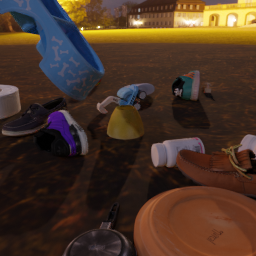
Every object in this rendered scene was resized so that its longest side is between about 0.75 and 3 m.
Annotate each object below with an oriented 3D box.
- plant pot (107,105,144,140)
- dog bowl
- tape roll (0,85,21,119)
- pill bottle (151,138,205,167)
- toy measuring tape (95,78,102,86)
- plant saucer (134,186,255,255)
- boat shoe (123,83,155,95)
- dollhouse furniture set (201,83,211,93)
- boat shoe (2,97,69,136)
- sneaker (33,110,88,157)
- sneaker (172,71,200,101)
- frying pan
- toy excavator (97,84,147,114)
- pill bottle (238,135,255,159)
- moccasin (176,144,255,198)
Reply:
[{"bbox_3d":[-0.072,-0.235,8.306,1.119,0.794,1.119,0,20,0],"label":"plant pot"},{"bbox_3d":[-1.321,-1.674,4.870,0.625,2.523,1.406,-34,7,15],"label":"dog bowl"},{"bbox_3d":[-5.161,-0.945,10.153,2.347,0.821,2.347,1,21,0],"label":"tape roll"},{"bbox_3d":[1.129,0.570,6.419,1.094,0.620,0.620,-4,21,-12],"label":"pill bottle"},{"bbox_3d":[-2.007,-2.506,14.287,0.882,0.882,2.399,9,22,22],"label":"toy measuring tape"},{"bbox_3d":[1.285,1.545,4.186,2.405,0.388,2.405,-1,21,0],"label":"plant saucer"},{"bbox_3d":[0.432,-1.797,12.774,1.537,0.565,0.502,-4,25,-13],"label":"boat shoe"},{"bbox_3d":[3.739,-1.968,13.478,0.334,0.391,0.754,1,21,-2],"label":"dollhouse furniture set"},{"bbox_3d":[-2.836,-0.407,8.756,0.876,0.789,2.436,14,25,33],"label":"boat shoe"},{"bbox_3d":[-1.959,0.124,7.362,1.124,0.785,2.259,-12,24,-28],"label":"sneaker"},{"bbox_3d":[2.599,-2.037,12.725,1.160,1.036,2.903,8,23,9],"label":"sneaker"},{"bbox_3d":[-0.238,1.619,4.094,1.078,0.290,1.783,6,24,31],"label":"frying pan"},{"bbox_3d":[-0.272,-1.055,10.391,1.468,1.427,0.733,21,9,-30],"label":"toy excavator"},{"bbox_3d":[3.151,0.656,5.874,0.840,0.840,1.450,-19,27,-40],"label":"pill bottle"},{"bbox_3d":[2.210,0.773,5.306,2.644,1.021,0.967,14,25,32],"label":"moccasin"}]
